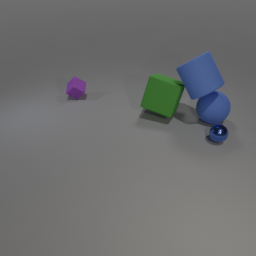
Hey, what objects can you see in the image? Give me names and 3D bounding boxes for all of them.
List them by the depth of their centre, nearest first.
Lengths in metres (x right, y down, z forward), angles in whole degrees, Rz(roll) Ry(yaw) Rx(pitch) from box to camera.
[{"bbox_3d":[3.423,0.197,10.567,0.700,0.700,0.700,0,31,0],"label":"ball"},{"bbox_3d":[2.805,-2.029,10.896,1.400,1.400,1.400,-28,6,3],"label":"cylinder"},{"bbox_3d":[3.604,-0.878,11.858,1.400,1.400,1.400,0,31,0],"label":"ball"},{"bbox_3d":[1.540,-1.445,12.128,1.400,1.400,1.400,22,20,13],"label":"cube"},{"bbox_3d":[-2.576,-1.992,13.923,0.700,0.700,0.700,24,49,-34],"label":"cube"}]
